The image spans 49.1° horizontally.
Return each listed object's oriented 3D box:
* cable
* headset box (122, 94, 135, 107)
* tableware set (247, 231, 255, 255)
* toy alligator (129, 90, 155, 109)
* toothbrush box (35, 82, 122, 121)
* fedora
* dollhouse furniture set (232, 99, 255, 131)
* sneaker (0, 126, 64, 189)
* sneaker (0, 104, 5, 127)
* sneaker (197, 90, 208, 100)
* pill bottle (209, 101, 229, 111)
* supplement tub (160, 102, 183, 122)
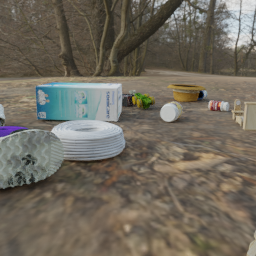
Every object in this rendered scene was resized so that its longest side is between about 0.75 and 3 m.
[{"bbox_3d":[-0.907,0.244,6.415,1.702,0.589,1.701,5,14,22],"label":"cable"},{"bbox_3d":[-0.222,-1.384,13.824,0.981,0.509,1.318,6,13,27],"label":"headset box"},{"bbox_3d":[2.011,1.282,2.685,1.227,0.170,1.469,-10,19,-36],"label":"tableware set"},{"bbox_3d":[0.603,-1.293,13.078,0.770,0.559,2.325,-13,22,-13],"label":"toy alligator"},{"bbox_3d":[-1.729,-1.060,10.684,2.910,1.241,2.130,0,13,2],"label":"toothbrush box"},{"bbox_3d":[3.165,-1.896,15.287,2.112,0.861,2.112,2,14,-1],"label":"fedora"},{"bbox_3d":[4.146,-0.530,9.286,0.991,0.846,1.912,2,13,8],"label":"dollhouse furniture set"},{"bbox_3d":[-2.709,0.496,4.668,3.000,1.043,1.492,-1,7,-26],"label":"sneaker"},{"bbox_3d":[-4.152,-0.261,8.580,0.871,0.826,2.163,8,18,-8],"label":"sneaker"},{"bbox_3d":[3.607,-1.959,16.044,1.830,0.677,0.753,3,15,16],"label":"sneaker"},{"bbox_3d":[3.900,-0.940,12.026,0.758,0.433,0.433,9,16,38],"label":"pill bottle"},{"bbox_3d":[1.533,-0.571,9.904,0.644,0.644,0.886,6,13,23],"label":"supplement tub"}]
